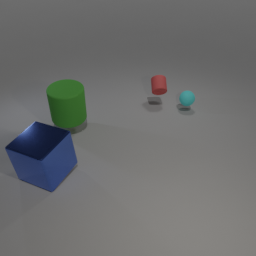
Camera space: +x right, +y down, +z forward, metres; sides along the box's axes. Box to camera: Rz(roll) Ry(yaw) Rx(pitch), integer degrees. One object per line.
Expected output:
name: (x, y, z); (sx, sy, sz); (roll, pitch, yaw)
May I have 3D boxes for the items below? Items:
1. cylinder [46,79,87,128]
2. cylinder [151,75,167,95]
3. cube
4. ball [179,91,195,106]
cylinder: (-2.356, -0.954, 10.894); (1.400, 1.400, 1.400); (1, 39, 0)
cylinder: (1.425, -1.971, 12.886); (0.700, 0.700, 0.700); (-2, 70, -3)
cube: (-2.631, 0.857, 8.745); (1.400, 1.400, 1.400); (14, 42, 22)
ball: (2.678, -1.342, 12.691); (0.700, 0.700, 0.700); (0, 31, 0)
